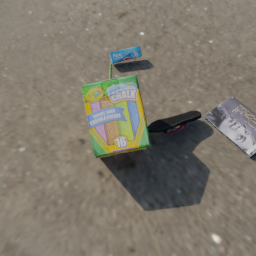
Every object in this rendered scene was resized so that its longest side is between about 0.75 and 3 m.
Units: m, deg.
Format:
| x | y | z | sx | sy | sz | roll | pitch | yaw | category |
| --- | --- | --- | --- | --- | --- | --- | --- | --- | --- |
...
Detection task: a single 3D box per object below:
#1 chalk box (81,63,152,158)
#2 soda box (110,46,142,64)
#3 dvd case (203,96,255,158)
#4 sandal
| x | y | z | sx | sy | sz | roll | pitch | yaw | category |
| --- | --- | --- | --- | --- | --- | --- | --- | --- | --- |
| -0.364 | -0.480 | 7.364 | 1.439 | 1.446 | 2.325 | -12 | 83 | -2 | chalk box |
| -0.080 | -2.564 | 9.814 | 1.084 | 0.348 | 0.368 | -14 | 99 | -4 | soda box |
| 3.395 | -0.106 | 8.466 | 1.347 | 0.145 | 1.811 | -33 | 62 | -20 | dvd case |
| 1.388 | -0.086 | 8.186 | 1.734 | 0.391 | 0.651 | -17 | 28 | -17 | sandal |
